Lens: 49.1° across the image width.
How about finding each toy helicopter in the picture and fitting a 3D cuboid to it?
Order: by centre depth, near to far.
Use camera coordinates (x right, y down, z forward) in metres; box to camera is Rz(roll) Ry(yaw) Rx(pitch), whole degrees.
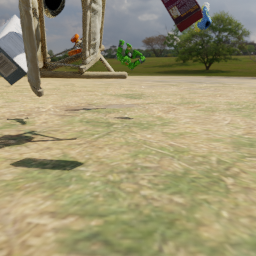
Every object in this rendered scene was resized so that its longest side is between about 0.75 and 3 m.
[{"bbox_3d":[-1.565,-3.040,10.017,1.541,0.608,1.019,-15,44,43],"label":"toy helicopter"}]

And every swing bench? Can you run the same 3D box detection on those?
[{"bbox_3d":[-1.347,-2.469,6.776,2.610,2.597,1.694,-16,50,-25],"label":"swing bench"}]

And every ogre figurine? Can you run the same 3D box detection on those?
[{"bbox_3d":[0.042,-3.231,12.726,1.468,0.880,0.720,28,8,-45],"label":"ogre figurine"}]

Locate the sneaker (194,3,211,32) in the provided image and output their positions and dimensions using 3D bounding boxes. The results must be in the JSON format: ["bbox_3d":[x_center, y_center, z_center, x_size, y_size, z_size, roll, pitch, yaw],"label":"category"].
[{"bbox_3d":[2.984,-4.196,10.655,0.612,1.166,0.441,23,3,42],"label":"sneaker"}]

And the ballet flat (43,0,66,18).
[{"bbox_3d":[-2.131,-3.935,8.143,2.231,0.741,0.634,-29,26,57],"label":"ballet flat"}]

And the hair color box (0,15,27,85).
[{"bbox_3d":[-3.604,-2.512,8.800,0.734,1.199,2.422,-30,35,17],"label":"hair color box"}]

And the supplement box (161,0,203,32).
[{"bbox_3d":[1.047,-2.613,5.798,0.571,1.034,0.443,-30,-12,18],"label":"supplement box"}]
